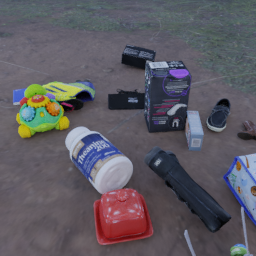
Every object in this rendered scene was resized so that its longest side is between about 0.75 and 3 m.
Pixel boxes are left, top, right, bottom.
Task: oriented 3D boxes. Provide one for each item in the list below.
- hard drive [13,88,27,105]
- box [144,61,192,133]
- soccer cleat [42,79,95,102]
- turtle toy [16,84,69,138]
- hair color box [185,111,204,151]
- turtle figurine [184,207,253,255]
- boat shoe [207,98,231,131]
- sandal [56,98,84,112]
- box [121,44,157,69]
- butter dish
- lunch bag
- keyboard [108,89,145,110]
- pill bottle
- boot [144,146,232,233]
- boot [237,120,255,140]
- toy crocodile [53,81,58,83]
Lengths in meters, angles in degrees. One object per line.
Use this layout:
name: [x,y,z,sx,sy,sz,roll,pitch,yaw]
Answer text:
hard drive: [-4.711,-1.422,12.511,0.773,0.149,1.171,-11,37,-15]
box: [1.369,-1.121,10.209,1.412,2.311,1.226,-3,36,-5]
soccer cleat: [-2.710,-1.361,11.850,2.695,0.871,1.127,-11,58,-7]
turtle toy: [-3.351,-0.750,10.595,1.820,1.262,2.497,-14,38,-19]
hair color box: [2.316,0.072,9.912,0.440,0.718,1.450,3,35,4]
turtle figurine: [1.828,2.877,5.309,1.386,1.926,1.867,-15,33,26]
boat shoe: [3.560,-0.542,10.884,0.737,0.615,1.975,18,41,21]
sandal: [-2.548,-0.873,11.453,1.543,0.580,0.348,-3,43,9]
box: [0.592,-3.841,15.202,1.713,0.676,1.209,14,44,4]
butter dish: [-0.147,1.983,6.952,1.395,1.031,1.391,-6,37,-9]
lunch bag: [3.907,1.641,7.252,1.807,1.316,2.126,-9,47,-13]
keyboard: [0.203,-1.177,12.129,2.124,0.421,1.105,-1,58,-3]
pill bottle: [-0.962,0.858,8.358,1.223,1.223,2.203,-24,42,-29]
boot: [1.657,1.606,7.434,2.421,0.795,1.996,41,8,27]
boot: [4.352,0.026,10.317,0.935,0.322,1.004,12,38,-6]
toy crocodile: [-3.521,-1.770,12.816,1.372,0.424,0.463,-23,82,-31]
